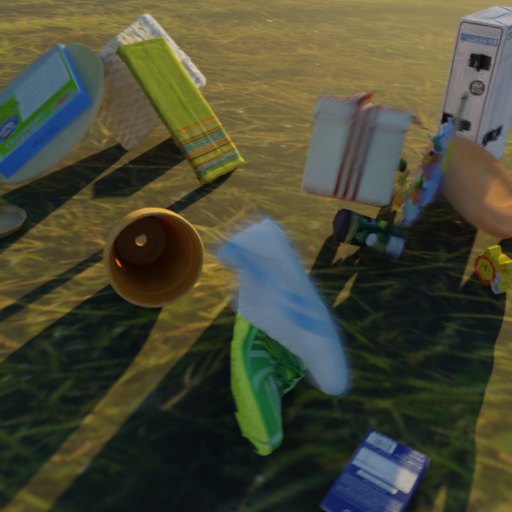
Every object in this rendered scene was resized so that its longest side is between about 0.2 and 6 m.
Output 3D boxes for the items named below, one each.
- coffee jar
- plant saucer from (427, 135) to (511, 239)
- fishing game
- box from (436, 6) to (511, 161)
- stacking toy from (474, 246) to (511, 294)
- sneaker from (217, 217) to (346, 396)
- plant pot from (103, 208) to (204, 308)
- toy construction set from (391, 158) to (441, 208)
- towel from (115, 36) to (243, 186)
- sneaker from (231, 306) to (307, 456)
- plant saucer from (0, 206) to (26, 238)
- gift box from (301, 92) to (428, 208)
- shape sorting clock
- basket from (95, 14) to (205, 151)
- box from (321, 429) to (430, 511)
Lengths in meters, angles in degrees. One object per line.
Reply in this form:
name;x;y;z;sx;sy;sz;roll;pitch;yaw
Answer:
coffee jar;1.830;-0.372;9.214;1.174;0.501;0.612;18;27;-5
plant saucer;4.060;-1.347;10.151;2.265;0.366;2.265;21;48;-25
fishing game;2.675;-1.360;9.070;0.407;2.616;1.873;22;79;6
box;4.730;-3.342;11.711;0.965;3.209;1.872;27;43;34
stacking toy;4.981;0.625;8.113;2.198;0.685;2.915;-12;37;-15
sneaker;0.343;0.672;6.630;0.893;0.846;2.211;-29;74;4
plant pot;-1.671;-0.095;8.615;1.436;1.436;1.315;-13;20;-19
toy construction set;2.690;-1.318;10.651;1.296;1.407;1.687;-49;35;0
towel;-1.592;-3.150;12.042;0.300;3.319;1.428;-30;4;44
sneaker;0.194;1.290;6.824;0.988;0.876;2.365;-2;34;2
plant saucer;-4.759;-0.576;10.264;1.062;0.188;1.062;0;33;0
gift box;1.852;-1.810;9.720;1.883;1.758;1.738;11;5;4
shape sorting clock;-4.663;-3.089;12.142;3.521;0.691;3.521;-15;58;24
basket;-2.756;-4.017;13.133;2.133;2.114;1.715;-31;23;33
box;1.237;2.378;5.794;0.707;0.189;1.167;21;38;29
